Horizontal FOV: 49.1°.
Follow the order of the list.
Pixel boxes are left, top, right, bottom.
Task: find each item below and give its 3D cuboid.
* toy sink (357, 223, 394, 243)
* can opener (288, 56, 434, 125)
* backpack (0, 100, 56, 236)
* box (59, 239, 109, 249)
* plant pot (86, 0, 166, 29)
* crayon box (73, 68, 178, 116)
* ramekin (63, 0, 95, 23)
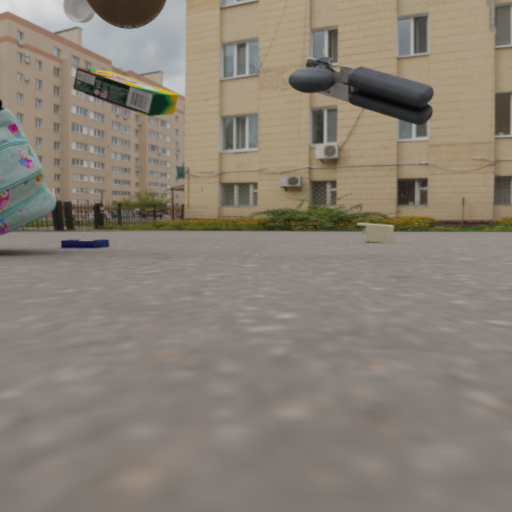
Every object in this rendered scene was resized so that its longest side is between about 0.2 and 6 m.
[{"bbox_3d":[3.330,-0.620,15.721,0.947,0.531,0.617,6,5,19],"label":"toy sink"},{"bbox_3d":[1.364,-2.225,7.706,0.702,0.560,2.099,-40,50,-24],"label":"can opener"},{"bbox_3d":[-5.042,-1.372,9.627,3.080,2.336,3.691,-42,26,-28],"label":"backpack"},{"bbox_3d":[-3.679,-0.257,12.016,0.735,0.197,1.213,0,4,1],"label":"box"},{"bbox_3d":[-1.108,-2.335,4.676,0.767,0.767,0.669,-1,17,-10],"label":"plant pot"},{"bbox_3d":[-2.105,-2.696,9.212,1.333,0.388,1.150,20,20,6],"label":"crayon box"},{"bbox_3d":[-3.279,-4.629,10.443,0.557,0.557,0.272,0,10,9],"label":"ramekin"}]
